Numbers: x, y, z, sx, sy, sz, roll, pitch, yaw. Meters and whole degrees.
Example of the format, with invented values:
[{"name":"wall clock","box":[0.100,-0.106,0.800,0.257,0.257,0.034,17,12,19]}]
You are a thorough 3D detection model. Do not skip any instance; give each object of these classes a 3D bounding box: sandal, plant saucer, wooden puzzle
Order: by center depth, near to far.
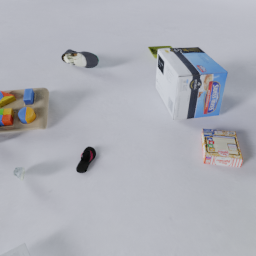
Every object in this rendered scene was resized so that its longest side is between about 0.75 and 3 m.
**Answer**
[{"name":"sandal","box":[-1.159,0.831,7.822,0.394,0.237,1.050,6,35,9]},{"name":"wooden puzzle","box":[-3.682,-0.696,9.371,1.913,0.443,1.772,-3,56,-7]},{"name":"plant saucer","box":[1.792,-3.966,14.763,1.298,0.311,1.300,-5,34,-7]}]

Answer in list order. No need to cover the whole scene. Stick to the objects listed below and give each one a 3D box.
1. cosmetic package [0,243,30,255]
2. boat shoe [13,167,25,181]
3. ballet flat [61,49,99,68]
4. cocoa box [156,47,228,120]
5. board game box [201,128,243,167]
[{"name":"cosmetic package","box":[-2.050,2.778,4.901,0.938,0.321,1.244,-19,39,-28]},{"name":"boat shoe","box":[-2.777,1.152,7.113,0.274,0.268,0.769,11,1,-23]},{"name":"ballet flat","box":[-2.373,-3.228,13.261,2.324,0.849,0.849,23,40,39]},{"name":"cocoa box","box":[2.165,-1.712,10.193,1.698,1.725,2.587,-5,35,-8]},{"name":"board game box","box":[2.697,0.543,8.172,1.016,0.311,1.341,6,35,8]}]
